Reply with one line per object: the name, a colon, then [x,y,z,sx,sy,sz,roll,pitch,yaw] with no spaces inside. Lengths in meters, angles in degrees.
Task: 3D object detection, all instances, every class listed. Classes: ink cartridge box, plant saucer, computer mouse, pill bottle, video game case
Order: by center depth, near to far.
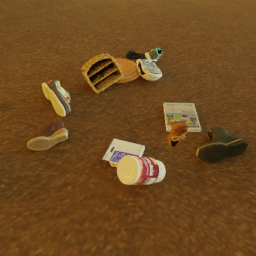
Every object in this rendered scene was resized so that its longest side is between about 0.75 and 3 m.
pill bottle: [0.438,1.265,8.316,1.434,0.819,0.819,12,21,-48]
ink cartridge box: [-0.140,0.911,9.715,1.178,0.256,1.167,14,40,13]
video game case: [2.189,-0.472,11.578,1.326,0.167,1.852,2,38,1]
computer mouse: [0.893,-3.144,14.573,1.612,0.645,2.940,9,34,-18]
plant saucer: [-0.541,-3.122,14.815,2.400,0.387,2.400,-1,38,1]

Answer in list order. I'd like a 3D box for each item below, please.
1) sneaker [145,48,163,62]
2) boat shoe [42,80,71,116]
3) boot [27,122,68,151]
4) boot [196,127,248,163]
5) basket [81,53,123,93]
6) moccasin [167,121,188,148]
sneaker: [1.318,-3.362,12.702,0.658,0.560,1.443,-21,14,30]
boat shoe: [-2.979,-1.377,12.182,0.840,0.956,2.686,-17,36,-24]
boot: [-3.029,0.270,10.488,1.506,0.545,1.253,-15,28,-17]
boot: [2.995,0.515,9.958,2.001,0.775,1.384,-3,31,-25]
basket: [-1.256,-2.688,13.259,1.645,1.174,1.226,-32,44,-6]
moccasin: [1.362,0.186,7.694,0.442,1.209,0.467,2,62,-14]
